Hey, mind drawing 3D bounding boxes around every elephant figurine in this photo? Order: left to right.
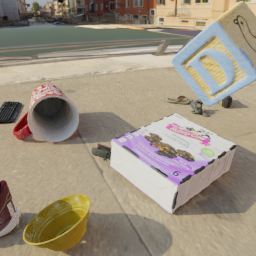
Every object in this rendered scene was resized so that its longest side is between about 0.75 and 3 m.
[{"bbox_3d":[3.090,-0.860,12.431,0.654,0.597,0.843,-20,35,25],"label":"elephant figurine"}]

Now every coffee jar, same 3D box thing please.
[{"bbox_3d":[4.502,-1.401,13.411,0.488,0.596,1.144,-7,28,-13],"label":"coffee jar"}]

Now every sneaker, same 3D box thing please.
[{"bbox_3d":[-3.893,1.645,5.915,2.873,1.659,1.087,-10,28,-19],"label":"sneaker"}]

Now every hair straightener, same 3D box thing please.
[{"bbox_3d":[-0.491,0.990,8.901,1.743,0.357,0.671,21,35,28],"label":"hair straightener"}]

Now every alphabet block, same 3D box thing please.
[{"bbox_3d":[3.196,-2.409,9.279,2.224,2.173,2.184,-43,6,-36],"label":"alphabet block"}]

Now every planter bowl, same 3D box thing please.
[{"bbox_3d":[-1.366,2.115,5.922,1.505,0.627,1.505,-20,17,6],"label":"planter bowl"}]

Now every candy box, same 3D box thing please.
[{"bbox_3d":[1.314,0.794,8.138,2.838,1.015,2.381,-22,40,-38],"label":"candy box"}]

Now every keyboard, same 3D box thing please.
[{"bbox_3d":[-5.655,-0.732,12.463,1.466,0.238,2.308,-4,25,-8],"label":"keyboard"}]

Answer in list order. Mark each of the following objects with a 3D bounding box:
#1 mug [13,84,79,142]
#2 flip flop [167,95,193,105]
[{"bbox_3d":[-3.275,-0.730,10.817,2.333,1.754,2.629,-7,23,-18],"label":"mug"},{"bbox_3d":[2.546,-1.411,13.682,1.276,0.367,0.517,5,26,11],"label":"flip flop"}]
